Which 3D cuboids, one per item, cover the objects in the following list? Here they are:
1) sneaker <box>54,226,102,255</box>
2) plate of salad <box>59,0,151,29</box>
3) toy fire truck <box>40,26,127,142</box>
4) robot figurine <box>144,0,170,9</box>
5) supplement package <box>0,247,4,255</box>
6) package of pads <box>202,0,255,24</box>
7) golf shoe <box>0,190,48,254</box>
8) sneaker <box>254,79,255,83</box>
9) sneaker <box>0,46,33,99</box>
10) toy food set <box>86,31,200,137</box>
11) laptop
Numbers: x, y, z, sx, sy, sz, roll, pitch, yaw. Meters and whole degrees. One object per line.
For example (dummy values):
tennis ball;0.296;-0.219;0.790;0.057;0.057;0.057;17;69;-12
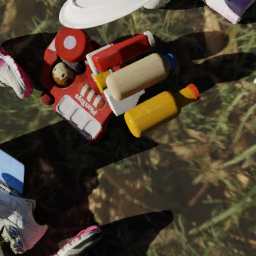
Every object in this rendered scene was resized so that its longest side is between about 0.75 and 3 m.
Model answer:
sneaker;-1.389;3.433;6.802;2.353;0.868;1.029;-44;81;-5
plate of salad;-0.232;-2.723;5.789;2.544;0.611;2.544;-14;45;15
toy fire truck;-1.300;-1.245;7.683;2.746;1.540;2.306;40;98;10
robot figurine;0.723;-4.667;8.494;1.512;1.256;2.013;-12;77;5
supplement package;-3.685;3.386;6.947;1.007;0.552;0.573;-25;78;-6
package of pads;2.957;-4.317;8.658;2.052;0.776;1.236;40;80;9
golf shoe;-2.970;2.033;7.170;1.081;0.871;2.224;-35;92;-31
sneaker;4.133;-1.564;8.239;0.456;0.315;0.820;35;83;14
sneaker;-3.684;-1.605;7.973;1.094;1.009;2.481;-43;72;-8
toy food set;0.099;-0.953;4.976;1.148;2.551;1.218;-27;117;-6
laptop;-3.884;1.418;7.022;2.146;1.328;2.292;30;78;7
